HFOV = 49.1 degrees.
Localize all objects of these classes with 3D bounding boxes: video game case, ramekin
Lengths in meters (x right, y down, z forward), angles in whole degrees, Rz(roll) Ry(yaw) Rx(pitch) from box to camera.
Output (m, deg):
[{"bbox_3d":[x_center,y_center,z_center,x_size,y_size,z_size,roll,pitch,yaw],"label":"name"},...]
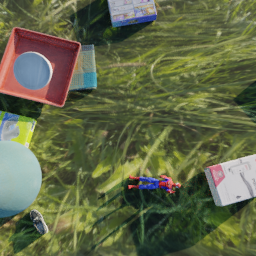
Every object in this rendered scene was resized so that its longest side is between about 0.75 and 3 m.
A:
[{"bbox_3d":[0.125,-5.759,12.985,2.075,0.472,1.881,-10,77,-2],"label":"video game case"},{"bbox_3d":[-3.351,-2.053,10.080,1.335,0.622,1.335,0,104,1],"label":"ramekin"}]

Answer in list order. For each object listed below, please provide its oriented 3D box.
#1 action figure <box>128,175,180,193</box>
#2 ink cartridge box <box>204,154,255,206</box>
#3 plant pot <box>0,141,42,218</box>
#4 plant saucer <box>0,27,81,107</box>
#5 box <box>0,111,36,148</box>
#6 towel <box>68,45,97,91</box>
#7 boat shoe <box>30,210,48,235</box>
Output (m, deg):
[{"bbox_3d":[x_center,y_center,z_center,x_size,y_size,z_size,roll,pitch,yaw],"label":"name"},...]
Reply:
[{"bbox_3d":[1.060,2.160,10.859,2.043,1.011,0.667,4,77,-2],"label":"action figure"},{"bbox_3d":[4.268,2.015,10.917,2.091,0.865,1.532,-15,77,-4],"label":"ink cartridge box"},{"bbox_3d":[-4.928,1.907,10.129,2.964,1.996,2.964,0,86,3],"label":"plant pot"},{"bbox_3d":[-3.760,-2.520,11.844,2.964,0.544,2.959,13,78,-3],"label":"plant saucer"},{"bbox_3d":[-5.028,0.009,11.600,2.102,0.501,1.282,13,76,2],"label":"box"},{"bbox_3d":[-2.204,-2.643,12.384,1.567,0.232,2.137,-5,75,-1],"label":"towel"},{"bbox_3d":[-3.466,3.621,10.815,0.401,0.320,1.061,-40,80,-9],"label":"boat shoe"}]
